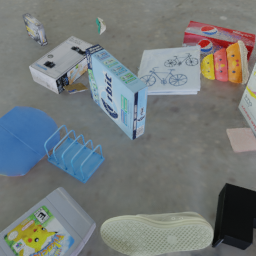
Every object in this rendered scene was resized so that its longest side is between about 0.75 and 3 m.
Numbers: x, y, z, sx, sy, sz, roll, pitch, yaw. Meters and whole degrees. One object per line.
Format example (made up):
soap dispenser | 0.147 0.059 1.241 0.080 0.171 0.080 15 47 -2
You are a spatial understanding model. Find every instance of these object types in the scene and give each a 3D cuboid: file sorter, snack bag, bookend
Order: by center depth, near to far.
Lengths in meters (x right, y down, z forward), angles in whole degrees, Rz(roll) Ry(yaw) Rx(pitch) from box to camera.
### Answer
bookend | 3.183 2.493 7.350 1.605 0.739 1.595 14 54 10
file sorter | -1.658 0.749 8.643 1.509 0.926 1.047 27 57 20
snack bag | 1.598 -2.341 11.216 2.533 0.288 2.687 -1 52 16

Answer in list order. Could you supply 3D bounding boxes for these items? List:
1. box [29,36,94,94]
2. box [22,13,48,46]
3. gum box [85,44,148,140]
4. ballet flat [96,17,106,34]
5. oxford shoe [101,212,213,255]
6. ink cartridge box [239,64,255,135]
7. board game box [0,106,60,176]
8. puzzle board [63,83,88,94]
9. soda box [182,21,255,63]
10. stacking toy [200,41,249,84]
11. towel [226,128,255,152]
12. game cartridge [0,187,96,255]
box | -2.544 -2.645 11.480 1.478 0.762 2.533 29 56 22
box | -4.244 -4.494 12.803 0.317 1.038 1.311 -36 60 -25
gum box | -0.415 -1.190 9.375 0.579 2.209 2.601 -31 57 -23
ballet flat | -1.279 -4.974 13.641 0.432 0.432 1.243 -9 51 -7
oxford shoe | 0.714 2.655 7.235 2.822 1.061 0.815 -5 10 6
ink cartridge box | 5.132 -1.031 8.977 1.919 2.653 1.928 -10 51 -4
board game box | -3.520 0.481 9.122 2.054 0.506 2.600 34 56 11
puzzle board | -2.029 -1.536 10.840 0.791 0.069 0.596 -20 44 -32
soda box | 3.948 -3.775 12.288 2.935 0.931 1.028 17 53 14
stacking toy | 3.500 -2.413 11.123 2.290 1.673 1.673 -7 49 19
towel | 3.852 0.394 9.428 0.876 0.148 0.917 -3 51 -3
game cartridge | -2.222 2.932 7.177 1.765 0.536 2.647 39 61 23
